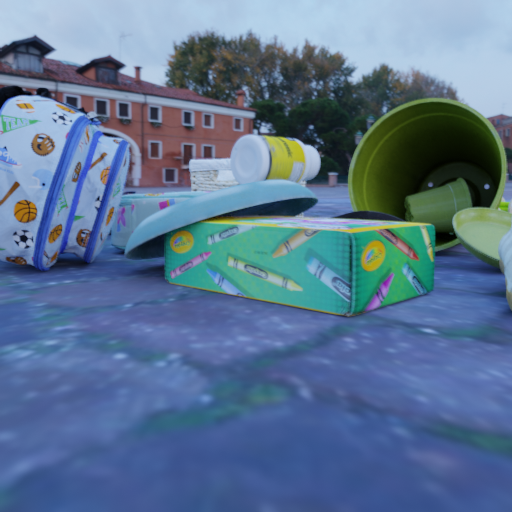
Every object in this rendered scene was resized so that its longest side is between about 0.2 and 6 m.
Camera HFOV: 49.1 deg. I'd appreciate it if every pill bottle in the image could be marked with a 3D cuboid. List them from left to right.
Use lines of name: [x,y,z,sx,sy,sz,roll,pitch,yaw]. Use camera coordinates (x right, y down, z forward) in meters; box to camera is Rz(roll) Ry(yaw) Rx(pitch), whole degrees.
pill bottle: [0.279,-1.198,7.182,0.635,0.635,1.142,7,10,44]

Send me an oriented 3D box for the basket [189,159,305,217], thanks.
basket: [-0.168,-1.500,13.755,2.215,1.797,2.235,5,8,33]

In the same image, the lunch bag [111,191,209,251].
lunch bag: [-1.081,-0.615,9.785,2.684,1.035,2.153,2,7,12]

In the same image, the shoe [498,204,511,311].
shoe: [2.793,0.027,5.124,1.046,0.799,2.992,0,12,11]

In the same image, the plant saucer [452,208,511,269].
plant saucer: [3.374,-0.184,7.589,1.487,0.231,1.487,7,35,-5]

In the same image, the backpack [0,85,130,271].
backpack: [-2.858,-0.929,7.629,2.053,2.665,2.538,13,10,-5]

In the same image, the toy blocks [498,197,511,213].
toy blocks: [4.935,-0.956,12.874,1.646,0.717,1.975,-20,15,-25]

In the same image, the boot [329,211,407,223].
boot: [1.488,-0.199,8.856,2.145,0.780,2.279,-7,-2,16]

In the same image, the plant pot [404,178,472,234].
plant pot: [3.341,-0.834,10.430,1.032,1.087,1.087,-8,6,6]

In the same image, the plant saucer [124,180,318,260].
plant saucer: [-0.461,-0.470,7.122,2.524,0.346,2.524,-16,-4,-1]

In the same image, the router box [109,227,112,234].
router box: [-4.475,-0.969,13.241,2.541,0.844,3.232,1,7,4]

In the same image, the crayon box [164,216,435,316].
crayon box: [0.389,-0.013,6.081,2.588,0.754,1.537,7,10,43]

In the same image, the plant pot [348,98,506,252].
plant pot: [3.335,-1.188,10.102,2.551,2.551,2.456,5,-3,33]
